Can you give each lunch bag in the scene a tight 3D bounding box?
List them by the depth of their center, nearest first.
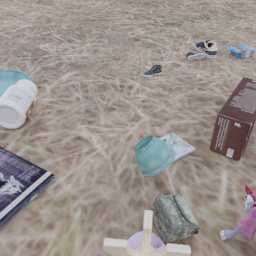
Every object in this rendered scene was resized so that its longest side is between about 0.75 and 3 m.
[{"bbox_3d":[0.969,1.801,5.714,0.745,0.619,0.888,3,35,-24],"label":"lunch bag"}]

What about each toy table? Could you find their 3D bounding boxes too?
[{"bbox_3d":[0.306,2.284,4.802,1.417,0.903,1.541,-3,36,-5],"label":"toy table"}]

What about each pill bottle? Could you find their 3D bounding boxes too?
[{"bbox_3d":[-3.477,-0.821,8.842,0.956,0.956,1.672,2,37,2],"label":"pill bottle"}]

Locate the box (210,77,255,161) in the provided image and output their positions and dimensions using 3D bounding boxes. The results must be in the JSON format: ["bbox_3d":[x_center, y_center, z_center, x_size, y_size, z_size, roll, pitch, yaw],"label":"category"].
[{"bbox_3d":[3.254,-0.349,7.998,0.934,1.248,2.493,20,41,25],"label":"box"}]

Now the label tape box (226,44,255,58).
[{"bbox_3d":[5.153,-3.522,12.923,1.057,0.335,0.762,-14,39,-18],"label":"label tape box"}]

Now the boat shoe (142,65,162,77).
[{"bbox_3d":[0.970,-2.324,11.301,0.851,0.386,0.301,-16,40,-20],"label":"boat shoe"}]

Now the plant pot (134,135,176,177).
[{"bbox_3d":[0.526,0.573,6.399,0.940,0.629,0.940,-36,14,11],"label":"plant pot"}]

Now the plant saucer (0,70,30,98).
[{"bbox_3d":[-4.660,-1.482,10.194,2.149,0.386,2.149,1,37,0],"label":"plant saucer"}]

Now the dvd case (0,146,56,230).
[{"bbox_3d":[-3.174,1.266,6.730,2.297,0.184,1.708,20,41,24],"label":"dvd case"}]

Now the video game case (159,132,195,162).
[{"bbox_3d":[1.228,0.512,7.757,0.849,0.102,0.931,-22,40,-27],"label":"video game case"}]

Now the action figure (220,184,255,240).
[{"bbox_3d":[2.630,1.884,4.860,1.481,1.647,2.211,-13,53,-8],"label":"action figure"}]

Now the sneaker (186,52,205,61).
[{"bbox_3d":[3.024,-3.284,12.633,0.854,0.302,0.423,-11,43,-7],"label":"sneaker"}]

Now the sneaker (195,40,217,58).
[{"bbox_3d":[3.681,-3.835,13.122,0.616,0.623,1.570,-13,38,-14],"label":"sneaker"}]
